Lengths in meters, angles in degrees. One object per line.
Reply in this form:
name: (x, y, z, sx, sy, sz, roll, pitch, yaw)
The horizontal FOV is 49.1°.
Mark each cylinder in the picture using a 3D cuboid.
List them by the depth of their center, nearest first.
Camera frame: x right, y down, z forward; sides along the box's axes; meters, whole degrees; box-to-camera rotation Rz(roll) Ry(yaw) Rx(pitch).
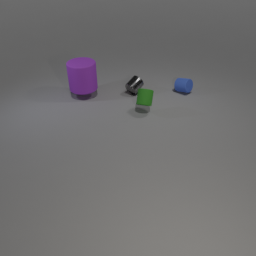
cylinder: (0.754, -1.365, 12.492, 0.700, 0.700, 0.700, 8, 2, 0)
cylinder: (-2.225, -2.549, 13.663, 1.400, 1.400, 1.400, -1, 34, 0)
cylinder: (0.330, -2.187, 14.258, 0.700, 0.700, 0.700, 28, 68, 36)
cylinder: (2.864, -2.203, 14.412, 0.700, 0.700, 0.700, 16, 34, 43)
